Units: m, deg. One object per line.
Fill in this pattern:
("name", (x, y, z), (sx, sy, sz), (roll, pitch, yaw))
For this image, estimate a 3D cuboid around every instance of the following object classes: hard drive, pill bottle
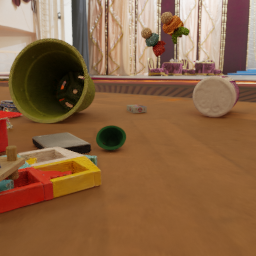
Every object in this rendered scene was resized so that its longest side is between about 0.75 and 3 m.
("hard drive", (-1.591, 0.379, 6.583), (0.945, 0.223, 1.355), (-8, 14, -33))
("pill bottle", (3.816, -1.415, 11.836), (1.612, 1.612, 2.871), (6, 13, 26))

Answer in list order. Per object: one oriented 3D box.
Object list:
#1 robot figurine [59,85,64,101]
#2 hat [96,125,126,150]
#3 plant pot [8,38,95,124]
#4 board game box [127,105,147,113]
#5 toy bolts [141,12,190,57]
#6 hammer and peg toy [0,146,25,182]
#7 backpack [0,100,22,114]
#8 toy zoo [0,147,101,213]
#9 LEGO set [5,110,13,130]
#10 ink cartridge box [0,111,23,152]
("robot figurine", (-4.193, -1.821, 14.757), (2.106, 1.228, 1.515), (4, 38, 12))
("hat", (-0.392, 0.414, 6.803), (0.708, 0.753, 0.855), (6, 48, 5))
("plant pot", (-2.546, -1.597, 10.982), (2.955, 2.955, 2.806), (2, -1, 10))
("board game box", (0.378, -0.848, 12.344), (0.649, 0.283, 0.880), (-5, 13, -19))
("toy bolts", (1.390, -3.976, 11.327), (1.736, 1.204, 1.658), (-34, 30, 28))
("hammer and peg toy", (-2.051, 0.612, 3.537), (1.063, 0.510, 1.446), (2, 11, 3))
("backpack", (-4.625, -0.753, 11.090), (0.835, 0.675, 0.877), (17, 15, 23))
("toy zoo", (-1.665, 0.762, 4.605), (2.660, 0.272, 1.745), (-9, 15, -35))
("LEGO set", (-4.140, -0.280, 8.909), (1.506, 0.560, 0.693), (8, 14, 35))
("ink cartridge box", (-3.812, 0.138, 5.930), (2.821, 0.949, 1.639), (5, 13, 22))
